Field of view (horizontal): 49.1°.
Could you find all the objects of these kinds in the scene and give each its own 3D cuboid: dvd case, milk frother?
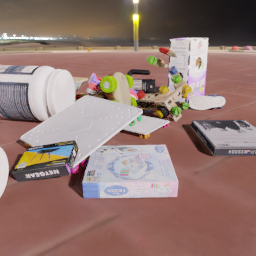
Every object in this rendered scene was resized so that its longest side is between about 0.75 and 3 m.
[{"bbox_3d":[3.251,0.239,8.822,1.930,0.318,2.568,0,19,-2],"label":"dvd case"},{"bbox_3d":[0.593,-2.052,14.531,1.636,1.570,1.739,1,-24,3],"label":"milk frother"}]

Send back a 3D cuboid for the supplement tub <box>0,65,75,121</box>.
[{"bbox_3d":[-3.730,-1.322,10.626,2.949,2.069,2.069,5,20,13],"label":"supplement tub"}]

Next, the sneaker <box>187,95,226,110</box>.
[{"bbox_3d":[3.524,-1.162,12.584,1.622,0.654,1.188,-2,7,15],"label":"sneaker"}]

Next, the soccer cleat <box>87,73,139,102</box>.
[{"bbox_3d":[-0.488,-1.721,12.297,2.600,0.952,0.887,7,19,-24],"label":"soccer cleat"}]

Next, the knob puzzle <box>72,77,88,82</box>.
[{"bbox_3d":[-4.307,-2.738,17.237,3.263,0.452,3.263,0,19,0],"label":"knob puzzle"}]

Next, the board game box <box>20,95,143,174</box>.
[{"bbox_3d":[-1.350,0.012,8.160,2.692,0.348,2.691,18,45,42],"label":"board game box"}]

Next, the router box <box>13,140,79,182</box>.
[{"bbox_3d":[-1.896,0.765,6.605,1.295,0.331,0.966,-10,32,9],"label":"router box"}]

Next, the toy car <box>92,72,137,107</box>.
[{"bbox_3d":[-1.050,-1.215,11.297,2.230,1.759,1.832,-6,9,26],"label":"toy car"}]

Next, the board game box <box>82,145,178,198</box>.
[{"bbox_3d":[0.042,0.945,6.581,1.944,0.424,1.954,-2,19,0],"label":"board game box"}]

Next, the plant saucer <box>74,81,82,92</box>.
[{"bbox_3d":[-3.259,-1.631,13.210,2.413,0.606,2.413,-17,8,2],"label":"plant saucer"}]

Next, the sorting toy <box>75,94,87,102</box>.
[{"bbox_3d":[-2.265,-1.256,13.066,2.054,0.375,1.902,16,25,40],"label":"sorting toy"}]

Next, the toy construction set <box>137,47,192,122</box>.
[{"bbox_3d":[1.673,-1.572,10.863,2.285,2.739,2.105,-15,28,-17],"label":"toy construction set"}]

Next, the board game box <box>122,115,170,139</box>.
[{"bbox_3d":[0.369,-0.100,9.959,1.669,0.216,1.669,12,22,33],"label":"board game box"}]

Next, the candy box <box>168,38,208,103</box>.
[{"bbox_3d":[2.980,-2.894,13.822,1.059,2.961,2.484,11,21,32],"label":"candy box"}]

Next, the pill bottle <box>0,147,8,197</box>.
[{"bbox_3d":[-3.869,0.802,5.165,2.916,1.639,1.639,3,19,7],"label":"pill bottle"}]
